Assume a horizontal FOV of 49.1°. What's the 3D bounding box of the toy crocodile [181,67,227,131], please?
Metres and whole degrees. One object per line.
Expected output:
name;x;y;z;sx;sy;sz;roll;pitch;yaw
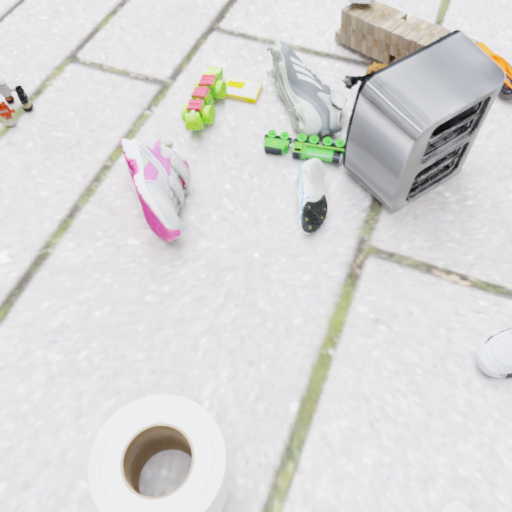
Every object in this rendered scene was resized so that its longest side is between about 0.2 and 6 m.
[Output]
toy crocodile;-1.187;-3.574;12.598;0.699;0.640;2.072;9;59;17

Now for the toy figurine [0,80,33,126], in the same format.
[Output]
toy figurine;-5.638;-3.438;12.655;0.886;0.626;0.900;21;60;20

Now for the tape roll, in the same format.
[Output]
tape roll;-1.301;3.035;7.880;1.849;1.270;1.849;0;57;0

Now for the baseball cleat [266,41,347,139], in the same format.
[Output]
baseball cleat;1.204;-3.795;12.782;1.477;0.968;2.775;-10;66;-13

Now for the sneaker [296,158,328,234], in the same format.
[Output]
sneaker;1.068;-1.153;11.198;0.595;0.600;1.656;17;64;-23

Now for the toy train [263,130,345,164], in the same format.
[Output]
toy train;1.035;-2.315;12.003;1.848;0.386;0.521;10;67;9

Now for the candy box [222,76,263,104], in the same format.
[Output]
candy box;-0.525;-3.955;13.231;1.250;0.165;0.639;14;60;10

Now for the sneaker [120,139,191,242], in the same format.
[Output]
sneaker;-1.808;-1.464;11.012;1.164;1.073;2.638;-18;59;-10

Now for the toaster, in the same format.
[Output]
toaster;3.046;-2.516;10.778;2.851;2.578;1.692;-30;63;-17

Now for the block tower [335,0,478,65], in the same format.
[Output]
block tower;3.431;-5.103;13.259;3.369;0.974;0.910;36;63;29

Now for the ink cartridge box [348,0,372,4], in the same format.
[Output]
ink cartridge box;2.483;-6.322;13.432;0.546;0.329;0.751;3;42;4

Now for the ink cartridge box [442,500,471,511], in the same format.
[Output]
ink cartridge box;2.687;4.170;7.551;0.957;0.541;1.304;37;63;21

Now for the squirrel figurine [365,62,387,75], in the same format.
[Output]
squirrel figurine;3.244;-3.773;12.567;1.460;1.107;1.564;-8;55;-7

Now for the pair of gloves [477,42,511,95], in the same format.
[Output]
pair of gloves;4.948;-4.269;13.342;2.488;0.308;2.216;-13;52;-7

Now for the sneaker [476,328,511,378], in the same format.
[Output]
sneaker;4.640;1.255;9.106;2.105;1.210;0.791;-17;58;-11
